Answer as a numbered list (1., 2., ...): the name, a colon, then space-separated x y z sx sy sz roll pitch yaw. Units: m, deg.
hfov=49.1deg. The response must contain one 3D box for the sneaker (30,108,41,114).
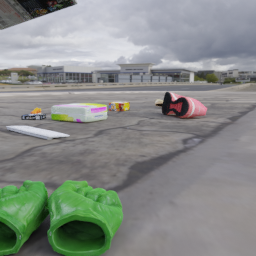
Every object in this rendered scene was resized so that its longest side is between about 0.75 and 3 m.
1. sneaker: -4.030 -0.722 12.175 0.284 0.300 0.779 2 11 5

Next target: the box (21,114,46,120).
1. box: -3.603 -0.428 10.745 0.752 0.164 0.603 1 9 4

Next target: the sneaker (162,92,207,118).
1. sneaker: 2.296 -0.856 11.755 1.169 0.993 2.695 9 12 -18

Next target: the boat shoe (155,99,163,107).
1. boat shoe: 2.065 -1.256 15.357 1.235 0.440 0.399 8 44 -2

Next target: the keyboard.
1. keyboard: -2.534 0.086 7.696 2.290 0.122 0.644 9 12 42

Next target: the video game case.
1. video game case: -2.490 -3.087 6.044 2.188 0.281 2.407 -16 -9 6

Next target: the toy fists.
1. toy fists: -0.717 0.750 2.519 1.340 0.461 0.683 -1 9 2

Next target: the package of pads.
1. package of pads: -1.772 -0.588 10.382 1.734 0.591 1.340 6 11 32

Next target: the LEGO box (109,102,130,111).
1. LEGO box: -0.425 -1.096 14.155 0.764 0.396 1.026 3 10 18
